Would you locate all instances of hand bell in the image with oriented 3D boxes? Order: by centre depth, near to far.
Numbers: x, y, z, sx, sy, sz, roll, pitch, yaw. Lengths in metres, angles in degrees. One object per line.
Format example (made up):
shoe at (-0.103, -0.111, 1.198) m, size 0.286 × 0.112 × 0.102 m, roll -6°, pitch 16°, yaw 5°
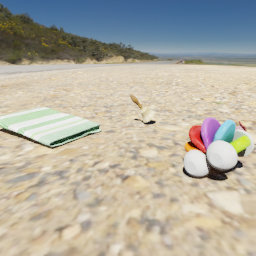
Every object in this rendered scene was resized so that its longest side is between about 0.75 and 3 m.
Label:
hand bell at (0.385, -0.681, 8.819) m, size 0.513 × 0.984 × 0.513 m, roll -35°, pitch 25°, yaw 19°

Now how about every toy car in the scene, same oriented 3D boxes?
toy car at (1.612, 0.284, 5.272) m, size 1.120 × 0.960 × 1.280 m, roll -20°, pitch -7°, yaw -41°

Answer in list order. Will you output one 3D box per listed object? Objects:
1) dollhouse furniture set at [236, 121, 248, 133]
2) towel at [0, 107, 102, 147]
dollhouse furniture set at (2.552, 0.032, 7.087) m, size 0.552 × 0.417 × 1.027 m, roll -31°, pitch 25°, yaw 8°
towel at (-2.382, -0.092, 8.148) m, size 2.672 × 0.313 × 2.038 m, roll 16°, pitch 22°, yaw 32°
